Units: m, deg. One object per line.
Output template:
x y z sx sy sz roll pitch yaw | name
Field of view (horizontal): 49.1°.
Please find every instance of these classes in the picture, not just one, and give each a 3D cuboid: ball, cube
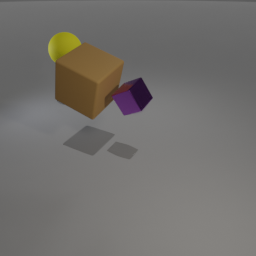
-2.639 -3.315 11.831 1.400 1.400 1.400 0 28 0 | ball
0.122 -0.861 7.735 0.700 0.700 0.700 -10 31 45 | cube
-1.144 -1.391 8.195 1.400 1.400 1.400 28 46 12 | cube
